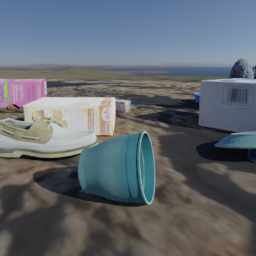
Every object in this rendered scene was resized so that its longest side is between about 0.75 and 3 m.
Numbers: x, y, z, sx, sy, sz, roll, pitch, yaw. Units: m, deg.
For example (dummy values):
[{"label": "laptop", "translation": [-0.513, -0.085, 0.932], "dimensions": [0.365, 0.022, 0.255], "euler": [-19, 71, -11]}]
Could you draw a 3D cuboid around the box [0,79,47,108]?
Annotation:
[{"label": "box", "translation": [-6.006, -1.956, 15.347], "dimensions": [2.799, 1.353, 2.462], "euler": [-3, 13, -9]}]

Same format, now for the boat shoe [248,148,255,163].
[{"label": "boat shoe", "translation": [3.582, 0.553, 6.281], "dimensions": [1.595, 0.576, 0.577], "euler": [8, 14, 31]}]

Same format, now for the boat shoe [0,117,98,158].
[{"label": "boat shoe", "translation": [-2.044, 0.183, 6.792], "dimensions": [2.604, 0.891, 0.973], "euler": [-3, 10, 4]}]

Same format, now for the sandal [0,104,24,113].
[{"label": "sandal", "translation": [-5.287, -0.932, 13.078], "dimensions": [1.430, 0.390, 0.584], "euler": [1, 13, 5]}]

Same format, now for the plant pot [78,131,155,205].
[{"label": "plant pot", "translation": [-0.192, 0.688, 4.671], "dimensions": [1.098, 1.169, 1.169], "euler": [-6, 11, 15]}]

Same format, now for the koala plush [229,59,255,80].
[{"label": "koala plush", "translation": [5.909, -1.408, 12.350], "dimensions": [2.365, 2.451, 2.667], "euler": [-4, 35, -30]}]

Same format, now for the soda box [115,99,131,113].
[{"label": "soda box", "translation": [-0.664, -1.092, 13.485], "dimensions": [1.650, 0.524, 0.564], "euler": [10, 16, 34]}]

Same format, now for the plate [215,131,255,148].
[{"label": "plate", "translation": [3.436, 0.245, 6.954], "dimensions": [2.484, 0.317, 2.484], "euler": [-4, 1, 0]}]

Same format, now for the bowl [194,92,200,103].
[{"label": "bowl", "translation": [5.137, -1.731, 16.298], "dimensions": [2.543, 0.499, 2.543], "euler": [0, 13, 0]}]

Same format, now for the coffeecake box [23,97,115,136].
[{"label": "coffeecake box", "translation": [-1.837, -0.457, 9.642], "dimensions": [2.744, 1.003, 2.107], "euler": [0, 13, 0]}]

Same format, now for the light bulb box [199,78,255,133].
[{"label": "light bulb box", "translation": [4.363, -0.858, 9.893], "dimensions": [2.687, 1.677, 2.663], "euler": [-12, 18, -43]}]
